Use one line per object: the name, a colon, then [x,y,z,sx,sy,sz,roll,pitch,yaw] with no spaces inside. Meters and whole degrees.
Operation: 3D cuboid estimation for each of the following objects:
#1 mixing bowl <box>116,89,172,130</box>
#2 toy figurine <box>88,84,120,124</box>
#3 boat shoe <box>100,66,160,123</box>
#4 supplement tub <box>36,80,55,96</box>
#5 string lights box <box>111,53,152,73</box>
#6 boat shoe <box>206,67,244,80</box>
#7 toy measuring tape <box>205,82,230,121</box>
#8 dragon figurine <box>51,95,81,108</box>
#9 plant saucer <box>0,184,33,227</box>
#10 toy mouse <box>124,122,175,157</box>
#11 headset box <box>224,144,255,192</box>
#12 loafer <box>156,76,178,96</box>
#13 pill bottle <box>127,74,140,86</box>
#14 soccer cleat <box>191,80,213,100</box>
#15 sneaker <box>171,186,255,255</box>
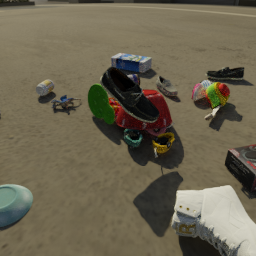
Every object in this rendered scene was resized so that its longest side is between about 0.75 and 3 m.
mixing bowl: [0.610,-0.800,10.605,2.174,1.177,2.174,-1,18,0]
toy figurine: [-0.466,-1.074,11.700,1.722,1.405,1.871,-15,54,-40]
boat shoe: [0.132,-1.041,8.997,2.310,0.781,0.829,41,56,-6]
supplement tub: [-4.011,-1.943,13.549,0.591,0.591,0.813,10,32,17]
string lights box: [0.197,-3.939,16.875,2.199,0.648,1.130,15,34,24]
boat shoe: [5.322,-3.065,15.390,2.050,0.693,0.736,2,32,6]
toy measuring tape: [3.667,-1.284,11.995,1.041,1.041,2.830,18,35,27]
dragon figurine: [-2.766,-1.201,12.473,0.684,0.405,1.376,22,38,32]
plant saucer: [-3.295,1.910,7.303,1.529,0.294,1.529,-1,31,0]
toy mouse: [0.635,0.245,9.939,2.178,0.474,2.450,19,35,29]
headset box: [3.854,1.111,8.279,1.734,0.670,1.291,-7,31,-15]
loafer: [1.874,-2.063,13.733,0.611,0.609,1.746,-13,33,-21]
pill bottle: [-0.033,-2.324,14.125,1.197,0.669,0.669,-10,32,-15]
soccer cleat: [3.628,-1.797,13.219,0.839,0.679,1.944,18,35,25]
sneaker: [1.806,2.323,5.972,1.686,1.075,2.917,-3,21,-1]
